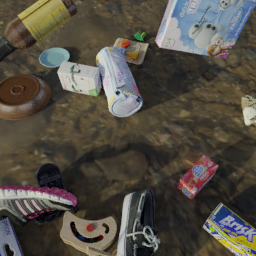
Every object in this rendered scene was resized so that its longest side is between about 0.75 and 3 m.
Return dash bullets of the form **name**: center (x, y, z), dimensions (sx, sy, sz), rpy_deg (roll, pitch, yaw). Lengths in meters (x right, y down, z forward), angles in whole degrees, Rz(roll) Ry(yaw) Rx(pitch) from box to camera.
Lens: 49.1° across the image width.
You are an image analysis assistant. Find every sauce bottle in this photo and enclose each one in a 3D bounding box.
- **sauce bottle**: center (-2.393, -2.502, 6.911), dimensions (2.386, 0.772, 0.772), rpy_deg (-35, 59, -3)

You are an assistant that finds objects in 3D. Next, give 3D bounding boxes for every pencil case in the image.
- **pencil case**: center (-0.416, -1.804, 10.649), dimensions (1.217, 1.328, 2.929), rpy_deg (-34, 49, 21)

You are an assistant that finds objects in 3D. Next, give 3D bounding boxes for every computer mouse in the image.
- **computer mouse**: center (-2.280, 1.927, 8.430), dimensions (1.227, 0.467, 1.772), rpy_deg (-15, 66, -13)

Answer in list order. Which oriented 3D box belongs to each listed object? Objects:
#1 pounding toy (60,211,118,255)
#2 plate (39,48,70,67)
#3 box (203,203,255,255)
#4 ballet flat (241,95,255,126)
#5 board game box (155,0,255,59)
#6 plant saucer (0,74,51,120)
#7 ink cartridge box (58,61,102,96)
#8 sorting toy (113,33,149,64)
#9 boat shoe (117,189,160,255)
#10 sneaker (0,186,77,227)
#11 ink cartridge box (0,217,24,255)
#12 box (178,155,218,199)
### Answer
- **pounding toy**: center (-0.878, 2.718, 7.359), dimensions (1.888, 1.083, 1.079), rpy_deg (24, 59, 9)
- **plate**: center (-3.220, -3.067, 12.328), dimensions (1.313, 0.168, 1.313), rpy_deg (0, 54, 1)
- **box**: center (3.068, 2.997, 7.438), dimensions (2.051, 0.659, 0.718), rpy_deg (37, 62, 24)
- **ballet flat**: center (4.722, -0.155, 9.738), dimensions (0.955, 0.860, 2.536), rpy_deg (-32, 62, -17)
- **board game box**: center (2.600, -3.732, 8.999), dimensions (2.715, 2.729, 0.592), rpy_deg (4, 40, -19)
- **plant saucer**: center (-4.231, -1.358, 10.882), dimensions (2.362, 0.432, 2.362), rpy_deg (0, 52, 0)
- **ink cartridge box**: center (-1.849, -1.898, 10.855), dimensions (1.489, 1.088, 0.628), rpy_deg (12, 60, 10)
- **sorting toy**: center (0.128, -3.780, 12.768), dimensions (1.566, 0.312, 2.118), rpy_deg (12, 54, 9)
- **boat shoe**: center (0.385, 2.828, 7.287), dimensions (0.881, 0.952, 2.580), rpy_deg (-27, 36, 31)
- **sneaker**: center (-2.584, 2.182, 7.702), dimensions (2.351, 0.867, 1.028), rpy_deg (4, 87, 1)
- **ink cartridge box**: center (-3.815, 3.625, 6.953), dimensions (2.307, 0.542, 2.279), rpy_deg (-15, 51, -32)
- **box**: center (2.141, 1.503, 8.598), dimensions (0.583, 0.608, 1.221), rpy_deg (38, 62, 25)
